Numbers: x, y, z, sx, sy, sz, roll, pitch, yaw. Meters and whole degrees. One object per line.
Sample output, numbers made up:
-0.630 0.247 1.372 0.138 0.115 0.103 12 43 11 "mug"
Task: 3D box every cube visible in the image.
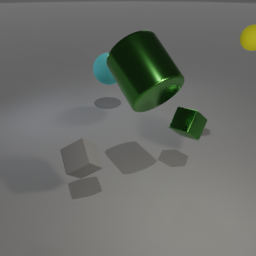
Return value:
1.770 -0.130 8.228 0.700 0.700 0.700 18 -9 46 "cube"
-1.161 0.781 7.068 0.700 0.700 0.700 -27 64 13 "cube"

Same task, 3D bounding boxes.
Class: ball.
-0.850 -2.631 12.474 1.400 1.400 1.400 0 28 0 "ball"
3.503 -2.526 7.836 0.700 0.700 0.700 0 28 0 "ball"

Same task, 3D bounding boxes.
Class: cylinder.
0.401 -1.323 6.697 1.400 1.400 1.400 -19 70 -31 "cylinder"
